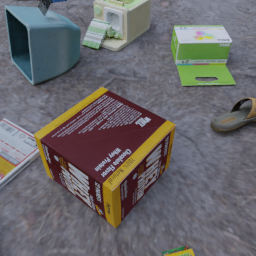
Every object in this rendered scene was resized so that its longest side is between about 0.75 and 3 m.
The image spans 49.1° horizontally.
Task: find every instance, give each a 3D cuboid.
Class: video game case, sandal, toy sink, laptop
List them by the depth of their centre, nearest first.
[{"bbox_3d":[-3.906,0.919,7.844,1.957,0.239,2.737,26,50,23],"label":"video game case"},{"bbox_3d":[3.681,-0.584,8.910,2.455,0.670,1.003,-20,27,-14],"label":"sandal"},{"bbox_3d":[-2.584,-4.278,9.629,0.502,0.811,0.867,26,90,-1],"label":"laptop"},{"bbox_3d":[-0.447,-5.071,12.941,1.868,1.606,2.866,26,50,24],"label":"toy sink"}]

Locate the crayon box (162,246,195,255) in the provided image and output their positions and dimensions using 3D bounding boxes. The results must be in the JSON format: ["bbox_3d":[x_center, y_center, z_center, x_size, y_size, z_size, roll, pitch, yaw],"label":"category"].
[{"bbox_3d":[1.147,2.941,5.787,0.641,0.257,1.010,-10,45,-11],"label":"crayon box"}]

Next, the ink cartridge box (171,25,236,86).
[{"bbox_3d":[3.017,-2.957,11.164,2.148,1.101,2.907,-1,44,-1],"label":"ink cartridge box"}]

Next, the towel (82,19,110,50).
[{"bbox_3d":[-1.433,-4.211,12.587,0.974,0.200,1.306,22,89,25],"label":"towel"}]

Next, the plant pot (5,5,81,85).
[{"bbox_3d":[-3.144,-3.363,10.922,2.292,2.250,2.244,-21,47,-33],"label":"plant pot"}]

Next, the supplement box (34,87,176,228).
[{"bbox_3d":[-0.510,0.605,7.169,2.462,1.635,2.428,29,51,26],"label":"supplement box"}]
